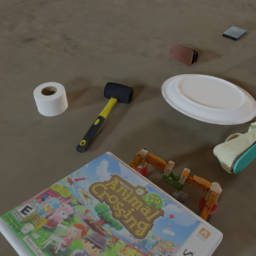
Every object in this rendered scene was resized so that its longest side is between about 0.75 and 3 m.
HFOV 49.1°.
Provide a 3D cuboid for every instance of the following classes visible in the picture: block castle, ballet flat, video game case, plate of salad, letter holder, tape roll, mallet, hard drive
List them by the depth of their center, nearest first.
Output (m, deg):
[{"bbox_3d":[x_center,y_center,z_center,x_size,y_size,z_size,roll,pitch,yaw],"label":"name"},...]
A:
[{"bbox_3d":[-0.240,1.616,4.397,2.651,0.292,2.414,32,42,29],"label":"video game case"},{"bbox_3d":[0.749,1.470,5.802,2.052,0.963,1.371,25,46,20],"label":"block castle"},{"bbox_3d":[3.222,0.257,7.121,2.563,0.890,0.890,-24,50,-22],"label":"ballet flat"},{"bbox_3d":[-0.820,-0.402,8.015,0.881,0.551,2.676,23,53,21],"label":"mallet"},{"bbox_3d":[2.350,-0.828,8.276,2.788,0.670,2.788,5,37,-4],"label":"plate of salad"},{"bbox_3d":[-2.288,-0.864,8.332,0.895,0.614,0.895,0,46,0],"label":"tape roll"},{"bbox_3d":[2.044,-2.773,10.191,0.946,0.673,0.476,31,53,27],"label":"letter holder"},{"bbox_3d":[4.464,-3.965,11.745,0.642,0.151,0.921,32,53,28],"label":"hard drive"}]
